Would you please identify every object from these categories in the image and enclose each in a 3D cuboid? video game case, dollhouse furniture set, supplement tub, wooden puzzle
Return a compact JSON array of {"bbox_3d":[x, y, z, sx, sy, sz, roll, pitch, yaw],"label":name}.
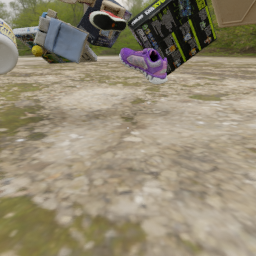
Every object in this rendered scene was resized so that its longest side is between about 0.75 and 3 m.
[{"bbox_3d":[-2.420,-2.833,9.730,2.049,0.247,2.248,1,-12,17],"label":"video game case"},{"bbox_3d":[-1.571,-2.610,7.634,2.146,2.273,1.483,27,24,1],"label":"dollhouse furniture set"},{"bbox_3d":[-3.915,-2.441,8.134,1.257,1.257,1.741,-7,42,-22],"label":"supplement tub"},{"bbox_3d":[2.229,-2.722,5.721,0.256,1.272,1.375,-37,29,-16],"label":"wooden puzzle"}]

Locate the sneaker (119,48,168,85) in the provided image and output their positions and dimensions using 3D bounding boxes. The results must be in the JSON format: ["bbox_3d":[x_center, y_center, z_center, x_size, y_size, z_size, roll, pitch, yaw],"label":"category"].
[{"bbox_3d":[0.588,-2.402,9.762,0.868,0.954,2.159,-27,52,-35],"label":"sneaker"}]

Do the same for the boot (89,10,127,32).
[{"bbox_3d":[-0.531,-2.249,5.693,0.890,0.322,0.642,-8,44,-47],"label":"boot"}]

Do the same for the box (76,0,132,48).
[{"bbox_3d":[-0.741,-3.366,8.903,0.849,1.366,1.377,40,23,9],"label":"box"}]

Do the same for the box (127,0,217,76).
[{"bbox_3d":[1.721,-3.515,10.187,2.685,2.780,0.661,-38,50,6],"label":"box"}]
